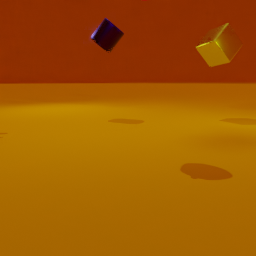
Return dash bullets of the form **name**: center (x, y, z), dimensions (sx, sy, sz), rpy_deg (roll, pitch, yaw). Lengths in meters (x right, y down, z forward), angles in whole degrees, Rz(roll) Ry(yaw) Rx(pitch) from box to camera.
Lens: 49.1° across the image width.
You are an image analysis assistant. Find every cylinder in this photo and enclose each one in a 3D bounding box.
- **cylinder**: center (-0.737, -3.331, 10.100), dimensions (0.882, 0.882, 0.882), rpy_deg (38, 14, -11)

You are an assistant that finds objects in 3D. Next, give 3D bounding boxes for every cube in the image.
- **cube**: center (3.240, -2.924, 9.973), dimensions (0.976, 0.976, 0.976), rpy_deg (-51, 22, -16)
